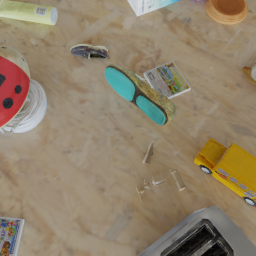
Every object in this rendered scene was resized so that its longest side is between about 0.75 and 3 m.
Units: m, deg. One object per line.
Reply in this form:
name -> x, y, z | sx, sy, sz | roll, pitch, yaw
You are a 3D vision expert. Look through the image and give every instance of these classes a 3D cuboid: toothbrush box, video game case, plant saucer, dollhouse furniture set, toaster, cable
toothbrush box -> 0.991, -5.716, 11.438 | 2.094, 0.893, 1.533 | -24, 69, -10
video game case -> 1.409, -1.702, 10.152 | 1.220, 0.153, 1.341 | -24, 68, -10
plant saucer -> 4.072, -5.002, 11.458 | 1.707, 0.320, 1.707 | 0, 67, 0
dollhouse furniture set -> 0.981, 1.742, 8.394 | 1.372, 0.711, 0.607 | -20, 67, -8
video game case -> -3.891, 3.137, 8.108 | 1.531, 0.138, 1.097 | 5, 67, 2
toaster -> 1.980, 3.689, 6.984 | 2.995, 1.777, 2.709 | -33, 72, -13
cable -> -3.651, -0.768, 9.457 | 1.884, 0.652, 1.884 | -34, 67, -12

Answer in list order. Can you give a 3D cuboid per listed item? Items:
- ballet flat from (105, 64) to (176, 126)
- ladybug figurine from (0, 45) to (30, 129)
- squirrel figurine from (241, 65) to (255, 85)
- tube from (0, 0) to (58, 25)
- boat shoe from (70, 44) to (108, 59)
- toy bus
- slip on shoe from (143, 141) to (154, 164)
ballet flat -> 0.460, -1.229, 9.603 | 2.928, 1.035, 1.035 | 42, 73, 16
ladybug figurine -> -3.967, -1.155, 8.268 | 1.985, 1.052, 2.924 | 27, 75, -29
squirrel figurine -> 5.179, -1.935, 9.904 | 1.472, 1.116, 1.577 | -24, 83, -21
tube -> -4.142, -4.656, 11.188 | 2.618, 0.760, 0.680 | 12, 107, 8
boat shoe -> -1.449, -2.801, 10.432 | 1.400, 0.504, 0.454 | 1, 64, -5
toy bus -> 3.476, 1.412, 8.280 | 2.939, 1.151, 0.957 | 37, 72, 14
slip on shoe -> 0.713, 0.802, 9.007 | 0.235, 0.295, 0.775 | 20, 71, 14
